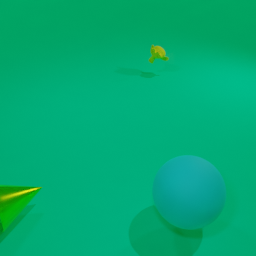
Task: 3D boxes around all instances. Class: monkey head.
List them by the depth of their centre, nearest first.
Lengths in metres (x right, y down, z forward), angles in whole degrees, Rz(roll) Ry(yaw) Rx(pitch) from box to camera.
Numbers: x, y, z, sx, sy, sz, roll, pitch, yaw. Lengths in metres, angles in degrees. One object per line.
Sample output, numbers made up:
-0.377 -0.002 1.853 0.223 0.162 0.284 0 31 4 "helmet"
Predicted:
1.237 -3.153 12.107 1.007 0.724 0.607 44 37 15 "monkey head"

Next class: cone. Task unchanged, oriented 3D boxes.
-2.280 1.448 5.853 1.036 1.032 1.032 -20 38 -36 "cone"

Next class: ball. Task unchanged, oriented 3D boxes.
1.167 1.226 5.417 1.390 1.390 1.390 0 34 0 "ball"
